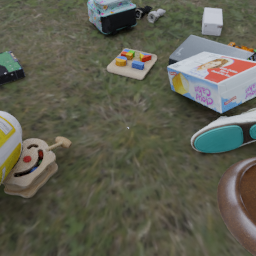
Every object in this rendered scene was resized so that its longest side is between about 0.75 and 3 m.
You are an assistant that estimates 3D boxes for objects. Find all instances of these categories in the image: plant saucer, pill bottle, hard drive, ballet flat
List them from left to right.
[{"bbox_3d":[-3.090,0.489,5.757,1.528,1.528,2.745,-4,17,-4],"label":"pill bottle"},{"bbox_3d":[-4.839,-1.920,9.665,2.139,0.405,1.495,-26,51,-23],"label":"hard drive"},{"bbox_3d":[3.147,-2.415,10.086,2.827,0.465,1.973,25,51,22],"label":"hard drive"},{"bbox_3d":[2.938,-0.027,7.329,2.711,0.941,0.941,-15,45,7],"label":"ballet flat"},{"bbox_3d":[3.443,1.648,6.154,2.834,0.455,2.834,-1,46,1],"label":"plant saucer"}]

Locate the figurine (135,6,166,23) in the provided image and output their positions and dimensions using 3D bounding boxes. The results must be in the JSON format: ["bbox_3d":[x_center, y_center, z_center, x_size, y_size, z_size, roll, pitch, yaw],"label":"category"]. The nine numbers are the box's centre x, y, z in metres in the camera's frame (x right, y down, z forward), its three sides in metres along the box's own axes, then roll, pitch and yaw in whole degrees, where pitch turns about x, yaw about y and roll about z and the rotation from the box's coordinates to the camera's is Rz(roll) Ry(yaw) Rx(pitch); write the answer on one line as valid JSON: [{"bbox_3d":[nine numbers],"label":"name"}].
[{"bbox_3d":[1.064,-5.377,13.049,1.164,0.501,1.136,24,46,20],"label":"figurine"}]

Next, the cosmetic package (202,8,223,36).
[{"bbox_3d":[3.679,-4.662,12.253,0.798,0.581,1.569,9,48,9],"label":"cosmetic package"}]

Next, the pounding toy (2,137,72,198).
[{"bbox_3d":[-2.280,0.680,6.672,1.024,1.028,1.791,25,50,18],"label":"pounding toy"}]

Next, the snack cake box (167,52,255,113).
[{"bbox_3d":[2.397,-1.422,8.011,1.437,0.840,2.499,-23,28,-13],"label":"snack cake box"}]

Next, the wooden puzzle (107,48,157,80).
[{"bbox_3d":[0.174,-2.438,10.207,1.430,0.357,1.544,17,48,16],"label":"wooden puzzle"}]

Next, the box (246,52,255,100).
[{"bbox_3d":[3.742,-1.530,8.313,0.277,1.125,1.165,-5,78,-9],"label":"box"}]

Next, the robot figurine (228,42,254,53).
[{"bbox_3d":[4.243,-3.010,10.807,1.038,0.302,0.752,30,51,26],"label":"robot figurine"}]

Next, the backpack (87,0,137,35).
[{"bbox_3d":[-0.800,-5.106,12.049,1.780,1.552,2.025,-28,43,-18],"label":"backpack"}]

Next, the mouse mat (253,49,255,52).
[{"bbox_3d":[5.338,-2.899,10.897,0.605,0.028,0.752,-12,48,-12],"label":"mouse mat"}]
